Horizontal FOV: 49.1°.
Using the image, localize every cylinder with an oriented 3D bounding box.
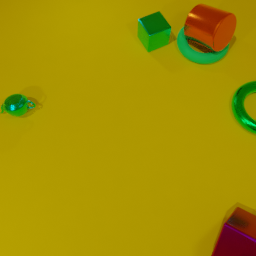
[{"bbox_3d":[2.304,-2.836,7.901,1.045,1.045,1.045,-40,54,-16],"label":"cylinder"}]

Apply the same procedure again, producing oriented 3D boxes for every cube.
[{"bbox_3d":[0.766,-2.865,8.355,0.732,0.732,0.732,-24,68,-10],"label":"cube"},{"bbox_3d":[2.359,2.338,5.606,0.936,0.936,0.936,24,111,31],"label":"cube"}]

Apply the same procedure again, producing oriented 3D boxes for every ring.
[{"bbox_3d":[2.266,-2.614,8.472,1.574,0.315,1.574,0,66,0],"label":"ring"},{"bbox_3d":[3.628,-0.555,7.544,1.662,0.332,1.662,0,66,0],"label":"ring"}]

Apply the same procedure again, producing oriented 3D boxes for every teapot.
[{"bbox_3d":[-2.981,-0.568,7.453,1.063,0.521,0.661,-7,46,4],"label":"teapot"}]
